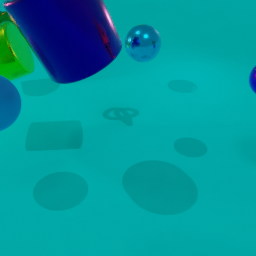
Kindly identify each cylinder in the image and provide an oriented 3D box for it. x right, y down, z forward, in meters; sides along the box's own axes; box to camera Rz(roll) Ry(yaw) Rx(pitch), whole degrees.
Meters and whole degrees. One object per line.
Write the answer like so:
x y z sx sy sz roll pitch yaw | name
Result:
-0.986 -1.672 4.535 1.397 1.397 1.397 -17 38 14 | cylinder
-3.079 -1.676 6.600 1.253 1.253 1.253 -19 38 5 | cylinder

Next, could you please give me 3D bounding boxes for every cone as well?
-4.493 -3.399 8.876 1.335 1.330 1.330 32 43 2 | cone

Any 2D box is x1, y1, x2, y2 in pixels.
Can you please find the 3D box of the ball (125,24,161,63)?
0.316 -1.791 5.946 0.780 0.780 0.780 0 37 0 | ball

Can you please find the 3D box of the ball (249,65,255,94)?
2.702 -0.939 5.333 0.742 0.742 0.742 0 37 0 | ball

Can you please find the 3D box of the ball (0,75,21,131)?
-2.517 -0.454 5.093 1.084 1.084 1.084 0 37 0 | ball
